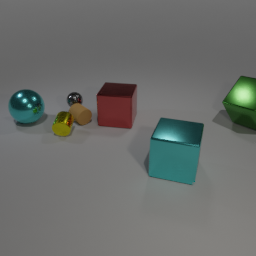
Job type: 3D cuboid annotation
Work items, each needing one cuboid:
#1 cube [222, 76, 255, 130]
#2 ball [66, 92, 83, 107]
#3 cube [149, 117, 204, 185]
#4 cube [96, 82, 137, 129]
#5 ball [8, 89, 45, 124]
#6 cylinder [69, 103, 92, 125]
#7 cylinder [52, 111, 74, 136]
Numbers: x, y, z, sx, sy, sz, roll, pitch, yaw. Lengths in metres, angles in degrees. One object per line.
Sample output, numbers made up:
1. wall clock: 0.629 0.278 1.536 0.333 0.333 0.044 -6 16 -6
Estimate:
1. cube: 4.770 -0.945 10.770 1.400 1.400 1.400 -52 41 -9
2. ball: -2.286 -1.194 12.031 0.700 0.700 0.700 0 29 0
3. cube: 1.490 0.665 8.618 1.400 1.400 1.400 9 30 15
4. cube: -0.415 -0.955 11.510 1.400 1.400 1.400 5 30 9
5. ball: -4.097 -0.869 11.341 1.400 1.400 1.400 0 29 0
6. cylinder: -1.963 -0.573 11.503 0.700 0.700 0.700 -24 41 -36
7. cylinder: -2.468 -0.164 10.670 0.700 0.700 0.700 2 41 3
